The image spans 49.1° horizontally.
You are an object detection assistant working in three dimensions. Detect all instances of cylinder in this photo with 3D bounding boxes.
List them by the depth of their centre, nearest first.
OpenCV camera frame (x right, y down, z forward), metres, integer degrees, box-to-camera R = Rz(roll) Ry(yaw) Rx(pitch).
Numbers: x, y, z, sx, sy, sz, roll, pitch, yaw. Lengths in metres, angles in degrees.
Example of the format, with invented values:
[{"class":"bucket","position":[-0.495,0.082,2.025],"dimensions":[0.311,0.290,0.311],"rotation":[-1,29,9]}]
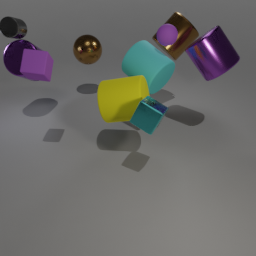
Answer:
[{"class":"cylinder","position":[-0.101,-0.922,9.093],"dimensions":[1.400,1.400,1.400],"rotation":[-5,29,16]},{"class":"cylinder","position":[-4.028,-3.522,9.870],"dimensions":[0.700,0.700,0.700],"rotation":[3,16,5]},{"class":"cylinder","position":[2.994,-2.637,9.968],"dimensions":[1.400,1.400,1.400],"rotation":[-37,9,7]},{"class":"cylinder","position":[0.725,-2.178,10.089],"dimensions":[1.400,1.400,1.400],"rotation":[43,47,19]},{"class":"cylinder","position":[-4.014,-2.680,11.284],"dimensions":[1.400,1.400,1.400],"rotation":[3,2,6]},{"class":"cylinder","position":[1.968,-3.794,11.644],"dimensions":[1.400,1.400,1.400],"rotation":[41,13,-12]}]

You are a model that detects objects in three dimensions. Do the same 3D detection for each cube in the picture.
[{"class":"cube","position":[0.582,-0.357,7.652],"dimensions":[0.700,0.700,0.700],"rotation":[32,26,8]},{"class":"cube","position":[-2.659,-1.829,8.231],"dimensions":[0.700,0.700,0.700],"rotation":[7,-7,0]}]

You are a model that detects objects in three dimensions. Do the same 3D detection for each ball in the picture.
[{"class":"ball","position":[1.298,-3.085,9.295],"dimensions":[0.700,0.700,0.700],"rotation":[0,30,0]},{"class":"ball","position":[-1.941,-3.763,13.471],"dimensions":[1.400,1.400,1.400],"rotation":[0,30,0]}]
